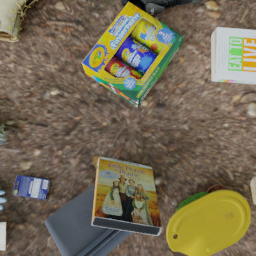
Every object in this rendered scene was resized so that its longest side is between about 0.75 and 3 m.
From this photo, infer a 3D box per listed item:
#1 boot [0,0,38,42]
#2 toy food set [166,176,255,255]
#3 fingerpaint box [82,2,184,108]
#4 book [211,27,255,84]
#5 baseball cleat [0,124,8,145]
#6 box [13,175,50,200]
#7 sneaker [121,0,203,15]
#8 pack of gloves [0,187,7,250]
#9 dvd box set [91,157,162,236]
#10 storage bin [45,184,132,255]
[{"bbox_3d":[-3.320,-3.801,8.829,2.685,0.977,2.087,-1,79,1],"label":"boot"},{"bbox_3d":[2.337,2.389,7.794,2.904,0.949,1.708,-24,104,-2],"label":"toy food set"},{"bbox_3d":[0.156,-2.229,8.576,2.048,0.900,2.455,35,81,6],"label":"fingerpaint box"},{"bbox_3d":[3.904,-2.192,8.799,2.472,0.594,1.652,3,82,-1],"label":"book"},{"bbox_3d":[-4.819,0.063,8.251,2.686,0.937,1.430,31,89,14],"label":"baseball cleat"},{"bbox_3d":[-2.819,1.735,8.205,0.985,0.160,0.597,9,79,0],"label":"box"},{"bbox_3d":[1.006,-4.109,8.966,2.750,0.914,1.244,12,82,6],"label":"sneaker"},{"bbox_3d":[-4.371,2.547,8.028,2.107,0.416,1.770,-4,83,7],"label":"pack of gloves"},{"bbox_3d":[-0.050,1.652,7.217,1.620,2.215,0.326,13,119,-9],"label":"dvd box set"},{"bbox_3d":[-0.978,2.598,7.388,2.223,1.618,1.493,-33,64,-22],"label":"storage bin"}]
